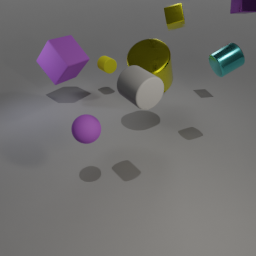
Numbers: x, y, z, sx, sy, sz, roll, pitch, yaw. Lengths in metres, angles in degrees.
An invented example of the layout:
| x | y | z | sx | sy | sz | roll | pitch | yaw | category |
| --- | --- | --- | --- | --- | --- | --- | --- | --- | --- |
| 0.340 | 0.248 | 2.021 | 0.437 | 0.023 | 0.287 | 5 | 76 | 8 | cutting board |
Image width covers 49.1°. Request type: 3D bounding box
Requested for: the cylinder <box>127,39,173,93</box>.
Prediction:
| x | y | z | sx | sy | sz | roll | pitch | yaw | category |
| --- | --- | --- | --- | --- | --- | --- | --- | --- | --- |
| 0.768 | -1.993 | 9.391 | 1.400 | 1.400 | 1.400 | -5 | 67 | 11 | cylinder |

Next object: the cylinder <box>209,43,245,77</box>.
| x | y | z | sx | sy | sz | roll | pitch | yaw | category |
| --- | --- | --- | --- | --- | --- | --- | --- | --- | --- |
| 2.724 | -1.879 | 7.764 | 0.700 | 0.700 | 0.700 | -30 | 33 | 1 | cylinder |

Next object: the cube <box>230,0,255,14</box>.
| x | y | z | sx | sy | sz | roll | pitch | yaw | category |
| --- | --- | --- | --- | --- | --- | --- | --- | --- | --- |
| 4.243 | -4.564 | 10.196 | 0.700 | 0.700 | 0.700 | -5 | 18 | -11 | cube |

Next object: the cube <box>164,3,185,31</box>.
| x | y | z | sx | sy | sz | roll | pitch | yaw | category |
| --- | --- | --- | --- | --- | --- | --- | --- | --- | --- |
| 1.851 | -4.377 | 11.081 | 0.700 | 0.700 | 0.700 | -10 | -2 | 14 | cube |

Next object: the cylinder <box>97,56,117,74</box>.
| x | y | z | sx | sy | sz | roll | pitch | yaw | category |
| --- | --- | --- | --- | --- | --- | --- | --- | --- | --- |
| -0.989 | -2.984 | 13.183 | 0.700 | 0.700 | 0.700 | -17 | 33 | -27 | cylinder |

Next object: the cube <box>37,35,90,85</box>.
| x | y | z | sx | sy | sz | roll | pitch | yaw | category |
| --- | --- | --- | --- | --- | --- | --- | --- | --- | --- |
| -2.859 | -3.001 | 12.347 | 1.400 | 1.400 | 1.400 | 52 | 42 | 1 | cube |

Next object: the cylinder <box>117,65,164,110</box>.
| x | y | z | sx | sy | sz | roll | pitch | yaw | category |
| --- | --- | --- | --- | --- | --- | --- | --- | --- | --- |
| 0.244 | -0.819 | 5.653 | 0.700 | 0.700 | 0.700 | -19 | 40 | -30 | cylinder |

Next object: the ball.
| x | y | z | sx | sy | sz | roll | pitch | yaw | category |
| --- | --- | --- | --- | --- | --- | --- | --- | --- | --- |
| -0.986 | 0.025 | 6.639 | 0.700 | 0.700 | 0.700 | 0 | 30 | 0 | ball |
